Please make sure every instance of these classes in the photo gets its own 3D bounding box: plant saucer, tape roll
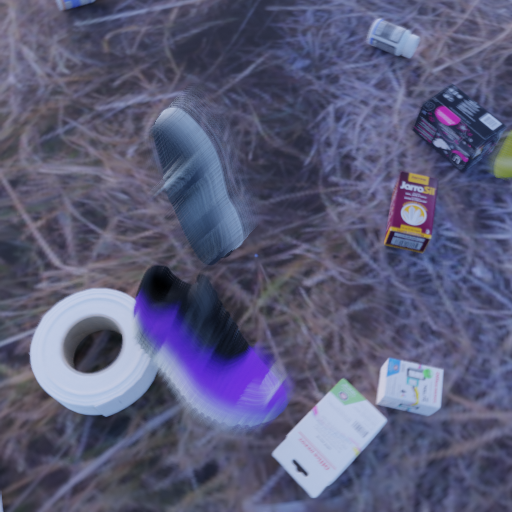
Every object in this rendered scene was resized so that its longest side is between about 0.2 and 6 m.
[{"bbox_3d":[3.667,-1.505,7.524,0.216,0.901,0.902,30,85,-20],"label":"plant saucer"},{"bbox_3d":[-2.363,1.427,8.361,1.809,0.633,1.809,0,62,-1],"label":"tape roll"}]

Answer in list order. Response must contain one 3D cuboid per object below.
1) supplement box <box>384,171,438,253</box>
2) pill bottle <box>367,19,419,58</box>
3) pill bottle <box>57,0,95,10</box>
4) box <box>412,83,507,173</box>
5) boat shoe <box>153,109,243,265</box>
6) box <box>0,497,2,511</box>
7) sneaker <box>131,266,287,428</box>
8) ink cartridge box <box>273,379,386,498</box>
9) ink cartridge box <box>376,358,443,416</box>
[{"bbox_3d":[2.645,-0.750,9.541,0.685,0.532,1.242,13,63,6],"label":"supplement box"},{"bbox_3d":[2.807,-4.431,11.459,0.926,0.527,0.527,30,66,14],"label":"pill bottle"},{"bbox_3d":[-3.833,-5.730,12.106,1.018,0.570,0.570,-22,65,-11],"label":"pill bottle"},{"bbox_3d":[3.682,-2.336,10.245,0.872,0.757,1.319,-35,69,-18],"label":"box"},{"bbox_3d":[-0.938,-0.987,8.305,0.713,0.893,2.363,-43,111,-43],"label":"boat shoe"},{"bbox_3d":[-4.135,3.427,7.554,1.311,0.238,0.946,-17,64,-7],"label":"box"},{"bbox_3d":[-0.677,0.985,7.048,2.649,1.317,0.921,31,36,31],"label":"sneaker"},{"bbox_3d":[1.007,2.571,7.840,1.469,0.495,0.860,-40,69,-18],"label":"ink cartridge box"},{"bbox_3d":[2.226,1.911,8.133,0.792,0.578,0.581,11,64,6],"label":"ink cartridge box"}]
